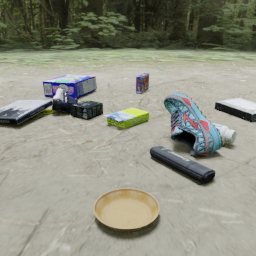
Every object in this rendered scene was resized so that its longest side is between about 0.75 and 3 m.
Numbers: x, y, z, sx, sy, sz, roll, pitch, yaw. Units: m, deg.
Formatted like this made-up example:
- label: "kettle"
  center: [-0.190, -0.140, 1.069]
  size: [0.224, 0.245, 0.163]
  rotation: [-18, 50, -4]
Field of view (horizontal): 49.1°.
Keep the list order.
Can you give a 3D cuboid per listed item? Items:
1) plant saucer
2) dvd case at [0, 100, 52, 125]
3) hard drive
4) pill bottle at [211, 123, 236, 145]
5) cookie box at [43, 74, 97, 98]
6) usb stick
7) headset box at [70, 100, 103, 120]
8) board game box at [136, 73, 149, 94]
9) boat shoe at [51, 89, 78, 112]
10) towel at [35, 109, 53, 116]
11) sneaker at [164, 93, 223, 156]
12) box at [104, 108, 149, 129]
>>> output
- label: "plant saucer"
  center: [-0.031, 1.817, 6.134]
  size: [1.436, 0.254, 1.436]
  rotation: [0, 20, 0]
- label: "dvd case"
  center: [-4.942, -0.780, 12.677]
  size: [1.951, 0.321, 2.595]
  rotation: [2, 22, 20]
- label: "hard drive"
  center: [5.567, -0.913, 13.347]
  size: [1.661, 0.450, 2.378]
  rotation: [-9, 23, -23]
- label: "pill bottle"
  center: [3.156, 0.205, 9.947]
  size: [1.204, 0.676, 0.676]
  rotation: [17, 26, 38]
- label: "cookie box"
  center: [-3.475, -2.585, 17.097]
  size: [2.222, 0.976, 2.598]
  rotation: [6, 20, 20]
- label: "usb stick"
  center: [1.523, 1.008, 8.196]
  size: [0.616, 0.362, 2.221]
  rotation: [-15, 24, -34]
- label: "headset box"
  center: [-1.874, -0.870, 13.035]
  size: [1.053, 0.561, 1.209]
  rotation: [13, 24, 32]
- label: "board game box"
  center: [0.934, -2.850, 17.753]
  size: [0.348, 1.044, 1.553]
  rotation: [8, 22, 21]
- label: "boat shoe"
  center: [-3.090, -1.310, 14.065]
  size: [1.151, 0.927, 2.482]
  rotation: [11, 20, -10]
- label: "towel"
  center: [-4.421, -0.737, 13.279]
  size: [1.654, 0.149, 0.712]
  rotation: [-9, 23, -23]
- label: "sneaker"
  center: [1.885, -0.159, 9.436]
  size: [1.281, 1.064, 2.682]
  rotation: [-24, 53, -19]
- label: "box"
  center: [-0.054, -0.434, 12.039]
  size: [1.086, 0.425, 1.782]
  rotation: [19, 27, 41]
